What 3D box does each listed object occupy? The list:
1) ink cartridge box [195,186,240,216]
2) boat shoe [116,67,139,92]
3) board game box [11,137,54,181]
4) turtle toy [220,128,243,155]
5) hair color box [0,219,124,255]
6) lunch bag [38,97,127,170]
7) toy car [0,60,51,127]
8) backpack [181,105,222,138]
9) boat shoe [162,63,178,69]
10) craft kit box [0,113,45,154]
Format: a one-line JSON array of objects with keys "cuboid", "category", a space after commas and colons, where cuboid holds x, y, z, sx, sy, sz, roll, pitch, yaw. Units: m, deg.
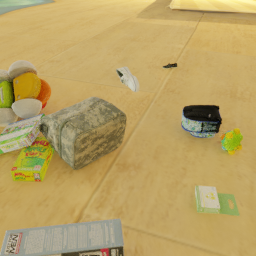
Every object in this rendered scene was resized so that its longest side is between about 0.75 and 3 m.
[{"cuboid": [2.525, 2.054, 7.963, 1.151, 0.276, 0.838, 2, 33, 6], "category": "ink cartridge box"}, {"cuboid": [-0.049, -1.890, 11.118, 0.518, 0.571, 1.552, -10, 41, -19], "category": "boat shoe"}, {"cuboid": [-3.114, 0.992, 9.402, 0.933, 0.437, 1.837, 0, 33, 1], "category": "board game box"}, {"cuboid": [3.743, 0.411, 10.083, 1.142, 0.832, 0.577, -23, 18, -32], "category": "turtle toy"}, {"cuboid": [-1.320, 2.734, 6.047, 2.431, 1.203, 0.737, -4, 33, -6], "category": "hair color box"}, {"cuboid": [-1.526, -0.043, 9.634, 2.064, 1.714, 2.460, 37, 45, 28], "category": "lunch bag"}, {"cuboid": [-4.406, -1.295, 11.583, 2.641, 2.311, 1.980, -17, -16, 18], "category": "toy car"}, {"cuboid": [2.764, -0.250, 10.751, 1.404, 1.032, 1.285, 5, 33, 7], "category": "backpack"}, {"cuboid": [2.514, -3.739, 16.726, 0.947, 0.314, 0.354, -3, 33, -4], "category": "boat shoe"}, {"cuboid": [-3.957, 0.213, 10.150, 1.681, 0.408, 1.660, -15, 27, 17], "category": "craft kit box"}]
